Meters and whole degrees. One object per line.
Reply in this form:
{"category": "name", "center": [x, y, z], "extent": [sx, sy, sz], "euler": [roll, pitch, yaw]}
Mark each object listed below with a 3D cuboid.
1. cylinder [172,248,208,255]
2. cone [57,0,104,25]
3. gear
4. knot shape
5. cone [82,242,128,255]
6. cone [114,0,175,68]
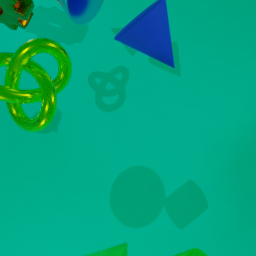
{"category": "cylinder", "center": [0.822, 2.321, 4.173], "extent": [0.813, 0.813, 0.813], "euler": [-36, 72, 30]}
{"category": "cone", "center": [-1.037, -2.289, 4.290], "extent": [1.068, 1.064, 1.064], "euler": [27, 74, 15]}
{"category": "gear", "center": [-2.955, -2.789, 5.626], "extent": [2.076, 2.076, 0.384], "euler": [21, 79, 6]}
{"category": "knot shape", "center": [-1.367, -0.720, 4.020], "extent": [1.256, 0.620, 1.342], "euler": [-42, 96, -9]}
{"category": "cone", "center": [-0.316, 2.063, 3.938], "extent": [1.422, 1.427, 1.422], "euler": [8, 109, 23]}
{"category": "cone", "center": [0.476, -1.379, 4.584], "extent": [1.012, 1.012, 1.016], "euler": [-45, 110, -12]}
